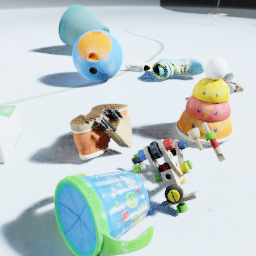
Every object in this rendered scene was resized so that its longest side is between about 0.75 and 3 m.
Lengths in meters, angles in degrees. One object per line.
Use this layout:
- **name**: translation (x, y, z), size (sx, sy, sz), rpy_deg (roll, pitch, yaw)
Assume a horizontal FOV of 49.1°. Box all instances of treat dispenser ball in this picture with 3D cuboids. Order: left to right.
- **treat dispenser ball**: translation (-1.506, -3.567, 13.990), size (2.525, 2.525, 2.525), rpy_deg (0, 29, 0)

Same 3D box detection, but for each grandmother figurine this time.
- **grandmother figurine**: translation (5.152, -2.036, 13.456), size (0.646, 0.323, 1.066), rpy_deg (2, 31, -14)

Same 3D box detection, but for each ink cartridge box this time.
- **ink cartridge box**: translation (-4.945, 0.171, 8.678), size (2.645, 1.112, 1.930), rpy_deg (-2, 29, -3)

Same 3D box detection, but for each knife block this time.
- **knife block**: translation (-0.380, 0.083, 8.090), size (0.434, 1.357, 1.191), rpy_deg (7, 19, 31)

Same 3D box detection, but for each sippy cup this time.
- **sippy cup**: translation (-0.456, 1.625, 5.812), size (1.563, 1.674, 2.132), rpy_deg (-12, 62, -40)

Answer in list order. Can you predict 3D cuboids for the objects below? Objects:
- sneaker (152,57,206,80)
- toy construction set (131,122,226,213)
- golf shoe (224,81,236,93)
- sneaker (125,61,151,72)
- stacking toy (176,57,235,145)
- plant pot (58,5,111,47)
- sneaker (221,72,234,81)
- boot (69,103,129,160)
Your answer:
- **sneaker**: translation (2.519, -2.996, 14.415), size (2.737, 1.088, 1.787), rpy_deg (6, 26, 29)
- **toy construction set**: translation (1.398, 1.049, 6.969), size (2.266, 1.741, 1.890), rpy_deg (-22, -12, -5)
- **golf shoe**: translation (4.616, -1.893, 13.114), size (0.539, 0.425, 1.170), rpy_deg (-10, 22, -9)
- **sneaker**: translation (0.571, -3.456, 15.732), size (1.449, 0.528, 0.614), rpy_deg (-2, 27, -7)
- **stacking toy**: translation (2.625, -0.978, 9.128), size (1.965, 2.689, 1.965), rpy_deg (-1, 29, 0)
- **plant pot**: translation (-2.750, -6.489, 19.135), size (2.701, 2.875, 2.875), rpy_deg (34, 42, 23)
- **sneaker**: translation (4.746, -2.602, 14.259), size (1.442, 0.507, 0.578), rpy_deg (-12, 29, -20)
- **boot**: translation (-0.773, 0.010, 8.763), size (0.925, 1.321, 2.464), rpy_deg (8, 28, 34)
